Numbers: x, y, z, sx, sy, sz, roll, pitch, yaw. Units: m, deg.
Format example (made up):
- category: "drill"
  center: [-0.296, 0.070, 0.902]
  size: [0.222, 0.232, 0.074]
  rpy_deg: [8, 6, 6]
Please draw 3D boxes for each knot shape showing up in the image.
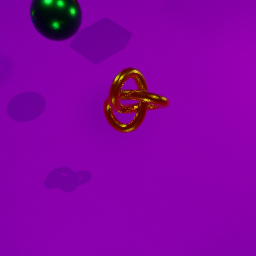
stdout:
- category: "knot shape"
  center: [0.049, -0.442, 4.228]
  size: [1.067, 0.998, 0.493]
  rpy_deg: [-19, 46, 10]

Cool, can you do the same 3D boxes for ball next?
- category: "ball"
  center: [-1.369, -2.171, 5.369]
  size: [0.977, 0.977, 0.977]
  rpy_deg: [0, 65, 0]
